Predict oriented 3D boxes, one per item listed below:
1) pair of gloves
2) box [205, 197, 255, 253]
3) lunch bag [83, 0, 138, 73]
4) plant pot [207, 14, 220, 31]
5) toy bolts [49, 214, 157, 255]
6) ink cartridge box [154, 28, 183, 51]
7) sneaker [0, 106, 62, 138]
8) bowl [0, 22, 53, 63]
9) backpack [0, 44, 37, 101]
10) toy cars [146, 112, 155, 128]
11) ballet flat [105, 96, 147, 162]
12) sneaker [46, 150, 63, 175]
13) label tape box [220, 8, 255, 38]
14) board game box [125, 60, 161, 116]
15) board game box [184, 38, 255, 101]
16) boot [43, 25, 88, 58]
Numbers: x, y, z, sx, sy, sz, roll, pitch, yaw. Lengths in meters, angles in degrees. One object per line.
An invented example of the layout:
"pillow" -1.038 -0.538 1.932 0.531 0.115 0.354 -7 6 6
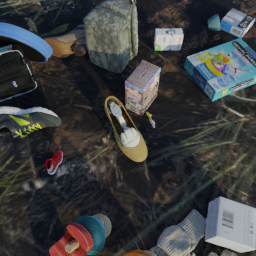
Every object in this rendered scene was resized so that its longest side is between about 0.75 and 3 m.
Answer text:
"pair of gloves" 2.066 3.891 8.253 2.125 0.438 2.499 -31 62 -18
"box" 3.116 2.938 8.511 1.246 0.814 1.239 19 59 -2
"lunch bag" -0.493 -4.103 12.006 1.870 2.683 2.251 22 60 19
"plant pot" 4.242 -5.201 13.911 0.524 0.778 0.778 -9 57 12
"toy bolts" -0.729 3.886 7.898 2.887 2.002 2.758 48 109 15
"ink cartridge box" 1.880 -4.123 13.081 1.240 0.902 0.521 -1 57 0
"sneaker" -3.805 -0.109 10.600 2.665 0.992 1.128 2 63 12
"bowl" -4.518 -3.510 11.823 2.580 2.580 0.506 16 82 10
"backpack" -5.041 -2.178 11.246 2.223 1.974 1.674 -26 37 -11
"toy cars" 0.913 -0.348 10.939 0.180 0.364 0.812 -26 44 4
"ballet flat" -0.175 -0.004 10.248 0.939 0.862 2.737 -29 71 -6
"sneaker" -2.606 1.122 9.942 0.377 0.556 0.962 8 58 5
"label tape box" 5.594 -5.430 14.106 1.271 0.586 1.774 34 65 18
"board game box" 0.562 -1.537 10.991 0.799 1.650 1.315 28 62 17
"board game box" 4.322 -2.634 12.263 2.926 0.687 2.209 -23 60 -14
"boot" -2.661 -4.224 13.256 2.631 0.924 1.924 13 52 7
